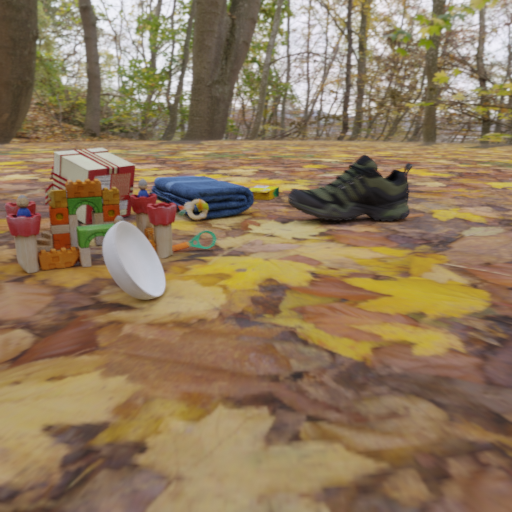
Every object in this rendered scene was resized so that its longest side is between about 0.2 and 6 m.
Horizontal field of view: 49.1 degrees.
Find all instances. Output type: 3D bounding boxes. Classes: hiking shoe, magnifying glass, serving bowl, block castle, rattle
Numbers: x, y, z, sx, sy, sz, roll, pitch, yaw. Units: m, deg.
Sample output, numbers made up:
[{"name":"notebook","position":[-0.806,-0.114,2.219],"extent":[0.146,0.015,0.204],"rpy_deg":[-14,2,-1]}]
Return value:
[{"name":"hiking shoe","position":[2.356,-1.751,14.144],"extent":[3.208,1.615,1.215],"rpy_deg":[0,12,-14]},{"name":"magnifying glass","position":[-1.272,-0.256,11.312],"extent":[0.942,0.375,0.105],"rpy_deg":[-15,-1,-3]},{"name":"serving bowl","position":[-1.912,0.127,8.491],"extent":[0.420,1.278,1.278],"rpy_deg":[-27,9,14]},{"name":"block castle","position":[-3.212,-0.704,10.902],"extent":[3.003,1.409,2.007],"rpy_deg":[-7,16,-23]},{"name":"rattle","position":[-1.647,-1.177,13.778],"extent":[0.838,0.546,0.599],"rpy_deg":[13,10,17]}]

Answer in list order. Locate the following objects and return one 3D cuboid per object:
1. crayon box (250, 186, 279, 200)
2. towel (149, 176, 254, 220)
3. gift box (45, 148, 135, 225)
[{"name":"crayon box","position":[0.177,-2.005,17.921],"extent":[0.797,0.319,1.256],"rpy_deg":[5,15,20]},{"name":"towel","position":[-1.593,-1.702,15.821],"extent":[1.913,0.832,3.427],"rpy_deg":[-7,16,-27]},{"name":"gift box","position":[-4.335,-1.743,14.477],"extent":[1.704,1.825,1.684],"rpy_deg":[29,25,32]}]
